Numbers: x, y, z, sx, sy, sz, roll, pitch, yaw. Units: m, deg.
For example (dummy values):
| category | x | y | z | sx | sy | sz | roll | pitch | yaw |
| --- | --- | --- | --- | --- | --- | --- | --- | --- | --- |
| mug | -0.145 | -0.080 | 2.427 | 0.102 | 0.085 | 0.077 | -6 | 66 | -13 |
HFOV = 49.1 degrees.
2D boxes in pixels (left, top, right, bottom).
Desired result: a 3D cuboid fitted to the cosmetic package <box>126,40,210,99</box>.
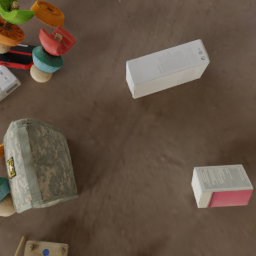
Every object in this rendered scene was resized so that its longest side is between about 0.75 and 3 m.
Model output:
| category | x | y | z | sx | sy | sz | roll | pitch | yaw |
| --- | --- | --- | --- | --- | --- | --- | --- | --- | --- |
| cosmetic package | 1.174 | -1.813 | 8.765 | 2.390 | 1.215 | 0.885 | -16 | 76 | -5 |

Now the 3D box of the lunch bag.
| category | x | y | z | sx | sy | sz | roll | pitch | yaw |
| --- | --- | --- | --- | --- | --- | --- | --- | --- | --- |
| lunch bag | -2.337 | 1.023 | 7.348 | 1.491 | 2.536 | 2.080 | -14 | 77 | -4 |

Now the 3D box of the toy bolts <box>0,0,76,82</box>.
| category | x | y | z | sx | sy | sz | roll | pitch | yaw |
| --- | --- | --- | --- | --- | --- | --- | --- | --- | --- |
| toy bolts | -2.951 | -2.781 | 9.083 | 2.564 | 2.450 | 1.779 | 44 | 121 | 9 |

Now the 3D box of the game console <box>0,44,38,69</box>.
| category | x | y | z | sx | sy | sz | roll | pitch | yaw |
| --- | --- | --- | --- | --- | --- | --- | --- | --- | --- |
| game console | -3.646 | -2.411 | 9.278 | 1.251 | 0.194 | 1.106 | 9 | 50 | 1 |

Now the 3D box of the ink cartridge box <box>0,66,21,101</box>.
| category | x | y | z | sx | sy | sz | roll | pitch | yaw |
| --- | --- | --- | --- | --- | --- | --- | --- | --- | --- |
| ink cartridge box | -4.640 | -1.647 | 9.120 | 1.437 | 0.424 | 1.795 | -43 | 81 | -10 |

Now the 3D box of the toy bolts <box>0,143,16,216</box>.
| category | x | y | z | sx | sy | sz | roll | pitch | yaw |
| --- | --- | --- | --- | --- | --- | --- | --- | --- | --- |
| toy bolts | -3.603 | 1.557 | 7.684 | 2.108 | 2.207 | 1.530 | -44 | 107 | -32 |

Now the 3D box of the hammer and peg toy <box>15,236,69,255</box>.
| category | x | y | z | sx | sy | sz | roll | pitch | yaw |
| --- | --- | --- | --- | --- | --- | --- | --- | --- | --- |
| hammer and peg toy | -2.538 | 3.701 | 7.666 | 1.682 | 0.593 | 1.237 | 6 | 76 | 2 |

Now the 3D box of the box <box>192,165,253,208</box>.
| category | x | y | z | sx | sy | sz | roll | pitch | yaw |
| --- | --- | --- | --- | --- | --- | --- | --- | --- | --- |
| box | 2.619 | 1.647 | 7.932 | 1.413 | 0.770 | 0.903 | -3 | 40 | 0 |
